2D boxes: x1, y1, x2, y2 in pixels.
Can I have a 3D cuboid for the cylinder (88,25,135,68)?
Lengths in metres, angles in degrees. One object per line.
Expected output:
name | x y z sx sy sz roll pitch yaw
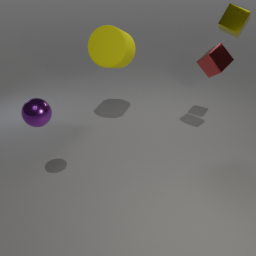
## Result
cylinder | -0.555 -2.876 10.096 1.400 1.400 1.400 7 13 13

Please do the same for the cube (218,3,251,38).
cube | 3.358 -3.382 8.862 0.700 0.700 0.700 33 16 15

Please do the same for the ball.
ball | -2.186 -0.367 6.716 0.700 0.700 0.700 0 29 0

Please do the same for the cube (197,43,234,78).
cube | 2.827 -2.184 9.112 0.700 0.700 0.700 -44 9 -16
